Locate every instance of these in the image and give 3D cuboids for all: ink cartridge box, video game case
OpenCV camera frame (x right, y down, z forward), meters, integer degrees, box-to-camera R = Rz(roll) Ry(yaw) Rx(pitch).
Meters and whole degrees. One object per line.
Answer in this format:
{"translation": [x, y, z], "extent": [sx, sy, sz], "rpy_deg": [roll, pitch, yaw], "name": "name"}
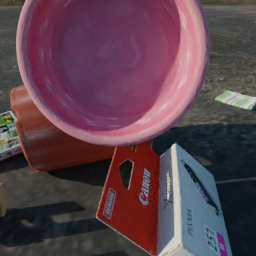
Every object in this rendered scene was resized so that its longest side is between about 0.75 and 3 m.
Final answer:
{"translation": [0.711, 1.073, 4.766], "extent": [2.192, 0.550, 2.526], "rpy_deg": [41, 26, -14], "name": "ink cartridge box"}
{"translation": [-3.832, 0.333, 7.503], "extent": [2.010, 0.243, 2.205], "rpy_deg": [-23, 35, -25], "name": "video game case"}

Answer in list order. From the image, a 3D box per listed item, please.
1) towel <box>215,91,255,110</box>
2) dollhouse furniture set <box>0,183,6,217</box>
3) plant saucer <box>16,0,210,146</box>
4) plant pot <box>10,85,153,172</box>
{"translation": [4.028, -1.047, 10.218], "extent": [1.356, 0.208, 1.012], "rpy_deg": [24, 36, 36], "name": "towel"}
{"translation": [-3.009, 1.764, 4.717], "extent": [1.469, 1.113, 1.676], "rpy_deg": [-5, 7, -9], "name": "dollhouse furniture set"}
{"translation": [-0.196, -0.999, 3.790], "extent": [2.470, 2.470, 0.626], "rpy_deg": [2, 13, 4], "name": "plant saucer"}
{"translation": [-1.131, -0.254, 6.628], "extent": [2.625, 2.699, 2.699], "rpy_deg": [-16, 32, -11], "name": "plant pot"}
